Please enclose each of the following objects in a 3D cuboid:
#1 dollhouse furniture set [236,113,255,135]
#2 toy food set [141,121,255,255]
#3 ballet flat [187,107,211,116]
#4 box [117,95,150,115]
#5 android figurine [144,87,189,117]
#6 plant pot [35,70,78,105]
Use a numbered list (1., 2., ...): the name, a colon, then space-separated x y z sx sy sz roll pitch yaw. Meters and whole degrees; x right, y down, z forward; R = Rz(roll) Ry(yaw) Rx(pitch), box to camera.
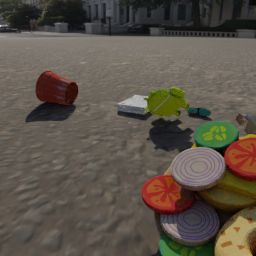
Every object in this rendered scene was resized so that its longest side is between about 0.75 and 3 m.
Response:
1. dollhouse furniture set: 3.517 -0.247 7.293 0.946 0.617 0.893 -23 56 -7
2. toy food set: 1.574 0.973 3.968 2.697 0.663 2.725 14 48 39
3. ballet flat: 2.402 -0.556 9.434 0.814 0.276 0.294 6 6 26
4. box: 0.406 -0.858 10.075 1.062 0.280 1.362 10 23 26
5. android figurine: 1.167 -0.781 8.673 1.394 1.269 0.286 17 50 -23
6. plant pot: -2.584 -1.422 10.472 1.182 1.215 1.215 17 26 18
